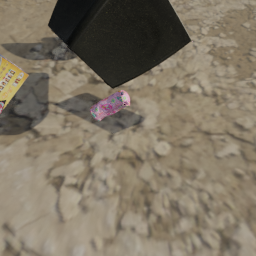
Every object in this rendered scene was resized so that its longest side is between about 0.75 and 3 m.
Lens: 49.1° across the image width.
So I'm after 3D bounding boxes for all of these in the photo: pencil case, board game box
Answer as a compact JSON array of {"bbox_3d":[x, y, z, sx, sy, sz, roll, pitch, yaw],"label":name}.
[{"bbox_3d":[-0.323,-0.408,5.171,0.774,0.338,0.338,-24,46,23],"label":"pencil case"},{"bbox_3d":[-2.358,-0.425,4.129,0.281,1.099,1.622,36,88,24],"label":"board game box"}]

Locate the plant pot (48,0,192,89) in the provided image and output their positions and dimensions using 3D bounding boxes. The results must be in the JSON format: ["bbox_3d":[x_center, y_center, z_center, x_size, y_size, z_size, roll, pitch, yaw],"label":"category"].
[{"bbox_3d":[-0.402,-2.271,6.155,1.997,2.245,2.251,-45,45,5],"label":"plant pot"}]
